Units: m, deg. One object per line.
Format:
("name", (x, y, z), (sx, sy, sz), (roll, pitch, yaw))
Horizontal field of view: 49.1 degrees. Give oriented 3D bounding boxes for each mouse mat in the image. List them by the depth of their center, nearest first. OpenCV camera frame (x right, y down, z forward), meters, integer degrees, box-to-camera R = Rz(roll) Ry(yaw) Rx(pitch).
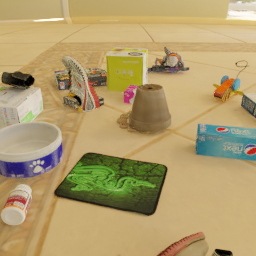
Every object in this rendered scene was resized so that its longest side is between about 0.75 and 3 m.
("mouse mat", (-0.357, 1.351, 7.397), (2.582, 0.097, 2.077), (7, 28, 15))

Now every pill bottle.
("pill bottle", (-2.460, 1.687, 6.277), (0.500, 0.500, 0.885), (-2, 26, -3))

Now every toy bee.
("toy bee", (4.757, -1.817, 12.667), (2.270, 1.234, 1.486), (-30, 45, -6))

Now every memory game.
("memory game", (0.564, -0.280, 10.508), (1.995, 0.127, 1.995), (0, 28, 0))

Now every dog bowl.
("dog bowl", (-2.915, 0.571, 8.132), (1.980, 0.780, 1.980), (0, 27, 0))

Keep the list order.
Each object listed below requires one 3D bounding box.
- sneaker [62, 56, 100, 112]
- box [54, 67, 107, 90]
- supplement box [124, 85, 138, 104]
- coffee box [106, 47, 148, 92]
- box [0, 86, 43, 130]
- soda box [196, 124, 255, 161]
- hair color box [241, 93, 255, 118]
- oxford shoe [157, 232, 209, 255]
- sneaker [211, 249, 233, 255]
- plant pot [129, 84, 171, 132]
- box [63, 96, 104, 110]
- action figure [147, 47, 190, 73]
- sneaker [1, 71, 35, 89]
("sneaker", (-1.660, -1.419, 9.077), (0.809, 1.969, 0.766), (-28, 3, -17))
("box", (-2.410, -2.624, 14.662), (2.642, 0.498, 1.805), (-9, 28, -17))
("supplement box", (0.209, -1.509, 12.475), (0.519, 0.530, 1.026), (9, 30, 15))
("coffee box", (-0.008, -2.848, 13.687), (1.772, 1.774, 1.755), (5, 28, 9))
("box", (-4.494, -0.791, 10.476), (1.890, 1.035, 2.141), (3, 26, 4))
("soda box", (3.200, 0.432, 8.422), (2.235, 0.758, 0.717), (6, 28, 11))
("hair color box", (5.326, -0.763, 10.936), (0.969, 0.586, 1.937), (-2, 27, -5))
("oxford shoe", (0.514, 2.623, 4.302), (2.713, 0.956, 1.014), (-24, 59, -36))
("sneaker", (1.720, 2.457, 4.720), (0.356, 0.543, 0.944), (-12, 29, -22))
("plant pot", (0.774, -0.786, 9.895), (1.555, 1.350, 1.555), (-2, 26, 1))
("box", (-1.903, -1.171, 12.005), (1.417, 0.348, 1.142), (23, 34, 38))
("action figure", (2.177, -3.997, 16.478), (2.674, 1.399, 2.587), (-3, 19, -4))
("sneaker", (-4.139, -1.851, 10.958), (1.093, 0.629, 2.096), (10, 10, -1))
